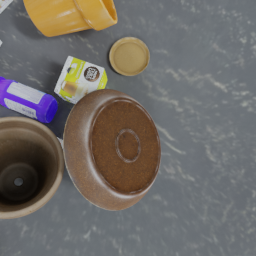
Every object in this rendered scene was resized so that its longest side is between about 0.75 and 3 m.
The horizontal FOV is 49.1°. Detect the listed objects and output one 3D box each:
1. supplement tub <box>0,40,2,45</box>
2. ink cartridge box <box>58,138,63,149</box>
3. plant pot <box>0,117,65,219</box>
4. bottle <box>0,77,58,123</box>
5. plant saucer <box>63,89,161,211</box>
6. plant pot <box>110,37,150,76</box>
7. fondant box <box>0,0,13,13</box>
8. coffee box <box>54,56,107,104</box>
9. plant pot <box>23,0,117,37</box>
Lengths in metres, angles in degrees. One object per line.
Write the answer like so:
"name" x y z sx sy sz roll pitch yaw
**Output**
"supplement tub" -4.458 -2.151 7.992 1.095 1.095 1.513 34 84 4
"ink cartridge box" -2.156 0.497 8.105 0.847 0.286 0.493 27 84 4
"plant pot" -2.822 1.165 6.983 2.329 2.031 2.329 7 64 -14
"bottle" -3.175 -0.893 7.922 2.286 0.955 0.746 22 72 3
"plant saucer" -0.134 0.438 6.648 2.940 0.506 2.940 12 72 -41
"plant pot" 0.046 -2.140 8.463 1.206 0.166 1.206 0 84 -1
"fondant box" -4.298 -4.456 8.448 1.738 0.702 2.410 41 86 4
"coffee box" -1.270 -1.212 7.893 1.063 1.075 1.074 20 84 2
"plant pot" -1.651 -3.573 7.775 2.011 2.196 2.196 -20 84 14
